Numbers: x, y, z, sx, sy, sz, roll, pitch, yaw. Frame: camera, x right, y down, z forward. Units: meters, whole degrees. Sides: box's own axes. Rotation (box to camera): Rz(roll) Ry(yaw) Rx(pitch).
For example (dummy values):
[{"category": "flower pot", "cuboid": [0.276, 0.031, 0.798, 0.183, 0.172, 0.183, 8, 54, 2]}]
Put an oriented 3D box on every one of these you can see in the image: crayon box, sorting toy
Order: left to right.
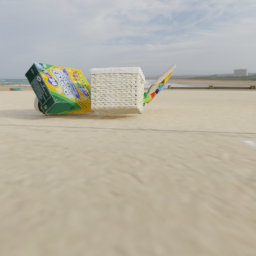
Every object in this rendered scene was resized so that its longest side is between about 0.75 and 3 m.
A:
[{"category": "crayon box", "cuboid": [-2.204, -1.420, 10.433, 0.705, 1.718, 2.733, -40, -17, 28]}, {"category": "sorting toy", "cuboid": [1.055, -1.505, 12.096, 2.621, 0.386, 1.938, -46, -5, -35]}]

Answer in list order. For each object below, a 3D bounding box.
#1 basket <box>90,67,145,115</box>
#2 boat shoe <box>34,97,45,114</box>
[{"category": "basket", "cuboid": [-0.313, -1.265, 10.009, 1.778, 1.430, 1.762, -2, -4, 8]}, {"category": "boat shoe", "cuboid": [-2.559, -1.112, 11.728, 0.892, 1.056, 2.962, 9, 18, 24]}]
